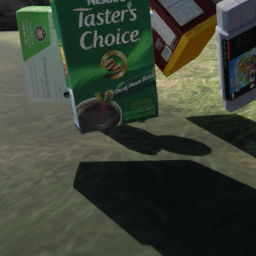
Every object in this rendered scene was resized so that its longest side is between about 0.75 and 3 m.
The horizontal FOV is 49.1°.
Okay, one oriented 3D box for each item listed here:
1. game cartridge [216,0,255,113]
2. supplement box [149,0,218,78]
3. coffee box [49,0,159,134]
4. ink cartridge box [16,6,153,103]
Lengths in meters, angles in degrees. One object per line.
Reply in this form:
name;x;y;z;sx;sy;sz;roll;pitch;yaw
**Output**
game cartridge;2.103;-1.243;4.476;1.386;2.139;0.411;-31;49;-3
supplement box;1.449;-3.510;9.434;1.611;2.426;2.393;-35;-9;-16
coffee box;-0.384;-1.396;5.223;1.720;2.798;0.615;-12;22;-16
ink cartridge box;-0.862;-1.699;6.556;2.834;2.070;1.195;0;26;-1
